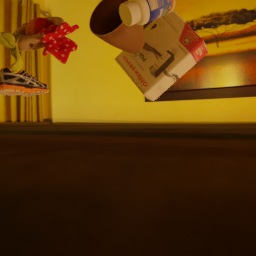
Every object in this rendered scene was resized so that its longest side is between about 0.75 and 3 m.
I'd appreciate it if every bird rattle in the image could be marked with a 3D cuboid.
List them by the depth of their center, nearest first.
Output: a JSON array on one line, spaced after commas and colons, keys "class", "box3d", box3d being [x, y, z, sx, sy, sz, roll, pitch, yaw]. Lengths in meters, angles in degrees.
[{"class": "bird rattle", "box3d": [-2.152, -2.275, 6.729, 2.152, 1.755, 1.213, -14, -48, 16]}]

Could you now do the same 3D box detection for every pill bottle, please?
[{"class": "pill bottle", "box3d": [0.308, -2.011, 4.636, 0.879, 0.492, 0.492, -32, 13, -21]}]

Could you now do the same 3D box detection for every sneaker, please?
[{"class": "sneaker", "box3d": [-3.366, -1.490, 9.245, 0.819, 0.808, 2.093, -11, -1, 19]}]

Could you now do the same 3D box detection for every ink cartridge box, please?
[{"class": "ink cartridge box", "box3d": [1.288, -2.894, 11.206, 2.995, 2.181, 1.270, -42, -20, 15]}]

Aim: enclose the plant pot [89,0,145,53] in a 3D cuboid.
[{"class": "plant pot", "box3d": [-0.158, -3.398, 9.706, 1.638, 1.638, 1.758, 1, -19, 34]}]
